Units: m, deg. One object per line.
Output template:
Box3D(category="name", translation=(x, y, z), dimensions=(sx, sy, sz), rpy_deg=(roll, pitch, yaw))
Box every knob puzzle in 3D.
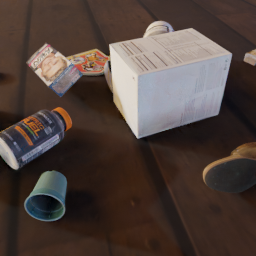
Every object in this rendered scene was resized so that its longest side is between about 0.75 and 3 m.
Box3D(category="knob puzzle", translation=(-1.550, -2.682, 11.330), dimensions=(2.108, 0.292, 2.108), rpy_deg=(0, 41, 0))

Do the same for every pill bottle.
Box3D(category="pill bottle", translation=(-2.442, 0.166, 7.504), dimensions=(1.023, 1.023, 1.927), rpy_deg=(29, 48, 29))
Box3D(category="pill bottle", translation=(1.260, -3.137, 10.967), dimensions=(1.447, 1.447, 2.544), rpy_deg=(3, 41, 3))

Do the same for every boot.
Box3D(category="boot", translation=(2.790, 0.901, 6.928), dimensions=(2.480, 0.913, 0.936), rpy_deg=(-8, 27, -20))

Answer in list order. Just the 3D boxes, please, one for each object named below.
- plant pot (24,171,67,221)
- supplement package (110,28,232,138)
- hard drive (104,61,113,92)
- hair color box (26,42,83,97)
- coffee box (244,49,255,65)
Box3D(category="plant pot", translation=(-1.749, 1.453, 6.234), dimensions=(0.852, 0.852, 0.834), rpy_deg=(0, 34, 0))
Box3D(category="supplement package", translation=(1.144, -1.436, 8.459), dimensions=(2.792, 2.119, 2.103), rpy_deg=(-16, 43, -16))
Box3D(category="hard drive", translation=(-0.185, -1.960, 10.363), dimensions=(1.263, 0.396, 1.872), rpy_deg=(-3, 41, -14))
Box3D(category="hair color box", translation=(-2.574, -2.060, 9.638), dimensions=(1.090, 0.660, 2.179), rpy_deg=(-47, 49, -3))
Box3D(category="coffee box", translation=(5.337, -2.961, 11.591), dimensions=(0.932, 0.372, 0.533), rpy_deg=(-25, 47, -26))
